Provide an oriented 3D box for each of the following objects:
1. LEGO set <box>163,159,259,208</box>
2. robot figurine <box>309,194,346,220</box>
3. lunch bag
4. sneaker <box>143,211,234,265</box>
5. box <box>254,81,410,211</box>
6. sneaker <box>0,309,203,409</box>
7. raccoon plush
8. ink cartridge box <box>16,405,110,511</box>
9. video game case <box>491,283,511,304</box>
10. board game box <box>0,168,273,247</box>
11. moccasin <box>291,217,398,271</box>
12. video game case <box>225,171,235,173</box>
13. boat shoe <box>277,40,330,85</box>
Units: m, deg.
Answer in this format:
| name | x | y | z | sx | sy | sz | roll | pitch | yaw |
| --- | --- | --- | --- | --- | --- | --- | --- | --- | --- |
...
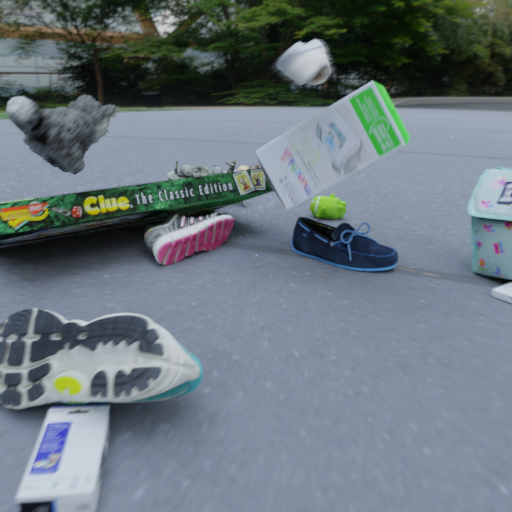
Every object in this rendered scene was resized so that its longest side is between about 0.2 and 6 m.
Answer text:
| name | x | y | z | sx | sy | sz | roll | pitch | yaw |
| --- | --- | --- | --- | --- | --- | --- | --- | --- | --- |
| LEGO set | -1.221 | -2.272 | 15.533 | 2.575 | 1.124 | 3.965 | 13 | 29 | 12 |
| robot figurine | 1.725 | -1.178 | 13.690 | 0.916 | 0.530 | 0.804 | 10 | 38 | 24 |
| lunch bag | 4.493 | -0.566 | 9.454 | 1.145 | 1.878 | 1.600 | -10 | 11 | -23 |
| sneaker | -1.362 | -0.526 | 11.140 | 0.931 | 0.785 | 2.128 | 38 | 41 | 28 |
| box | 1.461 | -1.942 | 9.922 | 2.206 | 1.209 | 2.501 | -27 | 6 | 22 |
| sneaker | -1.913 | 1.258 | 6.264 | 2.836 | 1.099 | 1.130 | 0 | -20 | 27 |
| raccoon plush | -2.630 | -2.006 | 8.008 | 0.924 | 1.280 | 1.911 | 32 | -14 | -3 |
| ink cartridge box | -1.754 | 1.878 | 5.278 | 0.640 | 0.252 | 1.287 | -2 | 20 | -6 |
| video game case | 4.738 | 0.631 | 8.962 | 1.385 | 0.164 | 1.261 | -12 | 20 | -31 |
| board game box | -2.644 | -1.010 | 11.671 | 5.722 | 0.671 | 2.998 | -14 | 1 | -34 |
| moccasin | 1.592 | -0.259 | 10.656 | 2.250 | 0.767 | 0.905 | 12 | 23 | 32 |
| video game case | -0.591 | -2.408 | 17.582 | 1.355 | 0.308 | 1.228 | -11 | 22 | -29 |
| boat shoe | 0.803 | -2.787 | 8.290 | 0.591 | 0.600 | 1.692 | 46 | 23 | -3 |
